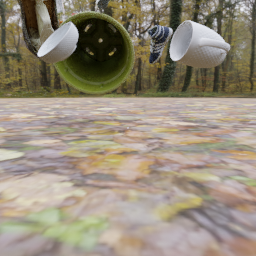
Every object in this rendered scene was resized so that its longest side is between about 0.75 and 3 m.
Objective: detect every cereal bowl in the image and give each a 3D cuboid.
[{"bbox_3d":[-1.264,-1.547,5.290,0.896,0.896,0.373,9,-30,50],"label":"cereal bowl"}]

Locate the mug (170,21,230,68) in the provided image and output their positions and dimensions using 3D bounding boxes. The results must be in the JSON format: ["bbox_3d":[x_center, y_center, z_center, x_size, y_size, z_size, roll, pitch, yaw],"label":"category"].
[{"bbox_3d":[2.118,-2.229,7.743,1.340,1.129,1.529,11,7,-22],"label":"mug"}]

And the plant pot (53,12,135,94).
[{"bbox_3d":[-1.111,-2.962,10.209,2.717,2.717,2.498,0,30,2],"label":"plant pot"}]

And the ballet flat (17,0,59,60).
[{"bbox_3d":[-2.026,-2.891,6.480,1.073,2.985,1.073,3,43,-3],"label":"ballet flat"}]

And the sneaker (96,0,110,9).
[{"bbox_3d":[-0.555,-4.052,8.435,1.077,0.379,0.432,-38,41,5],"label":"sneaker"}]

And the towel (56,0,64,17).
[{"bbox_3d":[-2.719,-4.189,9.366,1.143,1.197,0.193,-12,-10,14],"label":"towel"}]

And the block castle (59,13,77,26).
[{"bbox_3d":[-2.719,-3.808,10.365,1.434,1.007,2.146,21,45,-3],"label":"block castle"}]

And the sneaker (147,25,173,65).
[{"bbox_3d":[1.199,-3.856,12.898,0.997,1.838,0.644,7,36,-35],"label":"sneaker"}]
